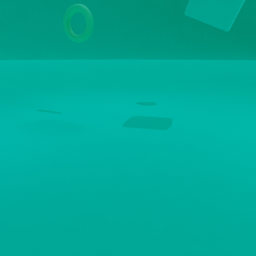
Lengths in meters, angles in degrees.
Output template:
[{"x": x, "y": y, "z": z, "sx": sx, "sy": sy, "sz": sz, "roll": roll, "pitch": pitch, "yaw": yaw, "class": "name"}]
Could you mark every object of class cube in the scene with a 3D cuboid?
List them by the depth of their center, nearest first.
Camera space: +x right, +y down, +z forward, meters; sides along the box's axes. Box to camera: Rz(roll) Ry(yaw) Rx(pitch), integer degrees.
[{"x": 2.155, "y": -3.185, "z": 6.509, "sx": 1.131, "sy": 1.131, "sz": 1.131, "roll": 25, "pitch": 54, "yaw": 7, "class": "cube"}]

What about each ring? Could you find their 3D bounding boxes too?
[{"x": -1.479, "y": -3.097, "z": 8.308, "sx": 1.075, "sy": 1.075, "sz": 0.215, "roll": 8, "pitch": 19, "yaw": 28, "class": "ring"}]
